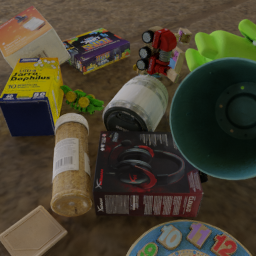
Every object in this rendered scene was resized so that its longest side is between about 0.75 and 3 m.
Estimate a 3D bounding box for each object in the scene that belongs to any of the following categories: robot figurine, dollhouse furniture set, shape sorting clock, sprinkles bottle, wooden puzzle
[{"bbox_3d":[3.291,-2.024,8.865,2.865,2.514,1.657,12,45,-16],"label":"robot figurine"},{"bbox_3d":[1.203,-3.273,11.599,2.051,1.936,1.338,-7,41,-26],"label":"dollhouse furniture set"},{"bbox_3d":[1.273,3.173,5.460,2.969,0.582,2.969,0,42,0],"label":"shape sorting clock"},{"bbox_3d":[-1.543,0.876,7.681,1.012,1.012,2.965,-5,43,-6],"label":"sprinkles bottle"},{"bbox_3d":[-2.187,2.486,6.460,1.259,0.234,1.164,25,46,38],"label":"wooden puzzle"}]

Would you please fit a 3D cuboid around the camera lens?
[{"bbox_3d":[0.273,-0.556,8.819,1.609,1.609,2.012,17,44,18],"label":"camera lens"}]

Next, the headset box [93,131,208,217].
[{"bbox_3d":[0.612,1.137,7.350,2.830,1.062,2.104,1,42,1],"label":"headset box"}]

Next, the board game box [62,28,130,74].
[{"bbox_3d":[-1.591,-3.620,12.874,2.664,0.755,2.202,-30,49,-29],"label":"board game box"}]

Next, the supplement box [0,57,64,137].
[{"bbox_3d":[-3.140,-1.134,9.571,1.451,1.460,2.666,-2,42,-3],"label":"supplement box"}]

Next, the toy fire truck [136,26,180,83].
[{"bbox_3d":[1.254,-2.441,9.692,1.813,1.596,1.167,32,41,23],"label":"toy fire truck"}]

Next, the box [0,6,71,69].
[{"bbox_3d":[-4.078,-3.503,11.695,2.156,1.506,2.831,-36,50,-6],"label":"box"}]

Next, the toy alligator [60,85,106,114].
[{"bbox_3d":[-1.401,-0.802,9.874,2.399,0.651,0.711,24,20,9],"label":"toy alligator"}]

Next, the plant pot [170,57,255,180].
[{"bbox_3d":[2.673,-0.318,6.868,2.646,2.646,2.123,27,22,27],"label":"plant pot"}]
